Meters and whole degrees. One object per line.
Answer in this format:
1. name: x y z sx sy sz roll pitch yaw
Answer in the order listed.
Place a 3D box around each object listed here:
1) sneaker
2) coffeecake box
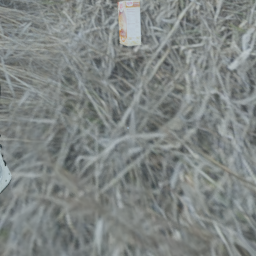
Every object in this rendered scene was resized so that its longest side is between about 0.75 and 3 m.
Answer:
1. sneaker: -2.378 0.440 4.383 1.003 1.162 2.651 14 88 35
2. coffeecake box: 0.027 -2.493 6.657 0.352 0.964 0.740 -8 23 -13
